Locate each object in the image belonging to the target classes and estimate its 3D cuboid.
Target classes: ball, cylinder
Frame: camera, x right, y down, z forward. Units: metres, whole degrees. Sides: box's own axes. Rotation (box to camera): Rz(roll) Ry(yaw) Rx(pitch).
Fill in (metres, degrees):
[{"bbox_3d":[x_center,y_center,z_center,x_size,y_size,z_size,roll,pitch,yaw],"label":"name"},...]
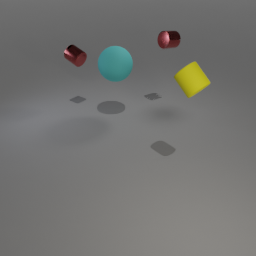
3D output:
[{"bbox_3d":[-0.507,-2.563,11.238,1.400,1.400,1.400,0,29,0],"label":"ball"},{"bbox_3d":[1.692,-1.270,7.419,0.700,0.700,0.700,-29,83,-41],"label":"cylinder"},{"bbox_3d":[1.715,-3.698,11.720,0.700,0.700,0.700,-16,32,-36],"label":"cylinder"},{"bbox_3d":[-2.241,-3.085,11.955,0.700,0.700,0.700,37,41,16],"label":"cylinder"}]
